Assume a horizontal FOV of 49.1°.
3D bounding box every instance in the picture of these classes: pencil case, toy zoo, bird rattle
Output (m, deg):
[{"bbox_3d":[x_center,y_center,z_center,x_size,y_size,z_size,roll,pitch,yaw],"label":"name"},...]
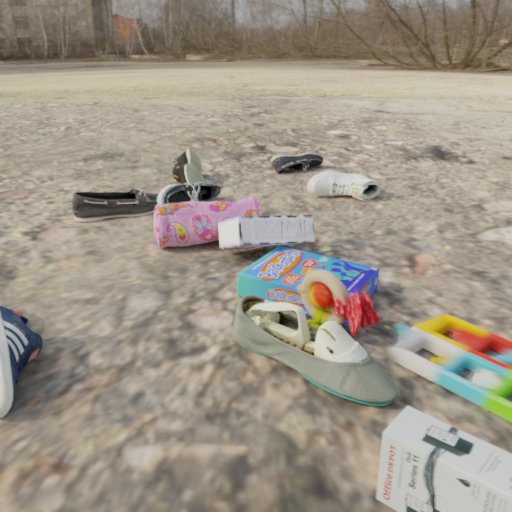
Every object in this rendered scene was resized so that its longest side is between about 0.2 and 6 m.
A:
[{"bbox_3d":[-0.993,-0.681,11.586,2.225,0.973,0.973,-6,24,-16],"label":"pencil case"},{"bbox_3d":[2.866,1.390,7.591,1.423,0.222,2.169,-20,32,-38],"label":"toy zoo"},{"bbox_3d":[1.025,0.703,7.881,0.739,1.069,1.311,-28,-8,-27],"label":"bird rattle"}]

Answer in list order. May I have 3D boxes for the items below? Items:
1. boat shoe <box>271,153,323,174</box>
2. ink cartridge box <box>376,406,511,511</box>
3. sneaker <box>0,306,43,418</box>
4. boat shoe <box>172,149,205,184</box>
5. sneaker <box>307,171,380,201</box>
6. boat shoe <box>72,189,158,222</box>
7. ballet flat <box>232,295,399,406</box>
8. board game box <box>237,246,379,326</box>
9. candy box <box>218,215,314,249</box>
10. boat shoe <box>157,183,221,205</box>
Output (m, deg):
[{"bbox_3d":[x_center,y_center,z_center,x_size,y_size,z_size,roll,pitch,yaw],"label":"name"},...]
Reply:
[{"bbox_3d":[1.295,-2.747,16.997,1.759,0.639,0.552,-5,66,-25],"label":"boat shoe"},{"bbox_3d":[1.785,2.102,5.174,1.247,0.914,0.518,19,30,39],"label":"ink cartridge box"},{"bbox_3d":[-3.175,1.329,7.329,0.809,0.718,1.915,26,20,-41],"label":"sneaker"},{"bbox_3d":[-1.895,-2.225,15.441,0.677,0.791,2.161,-34,32,13],"label":"boat shoe"},{"bbox_3d":[2.307,-1.783,14.378,1.794,0.661,1.037,-8,22,-21],"label":"sneaker"},{"bbox_3d":[-3.179,-1.305,13.267,2.317,0.660,0.774,-12,26,-26],"label":"boat shoe"},{"bbox_3d":[0.702,1.149,7.430,2.557,0.814,0.862,18,23,36],"label":"ballet flat"},{"bbox_3d":[0.891,0.443,9.535,1.978,0.445,1.504,13,27,27],"label":"board game box"},{"bbox_3d":[0.175,-0.457,10.762,1.515,0.542,1.271,-3,-1,-21],"label":"candy box"},{"bbox_3d":[-1.583,-1.447,13.616,0.614,0.664,1.797,2,10,40],"label":"boat shoe"}]
